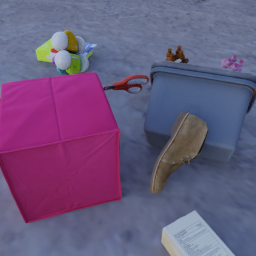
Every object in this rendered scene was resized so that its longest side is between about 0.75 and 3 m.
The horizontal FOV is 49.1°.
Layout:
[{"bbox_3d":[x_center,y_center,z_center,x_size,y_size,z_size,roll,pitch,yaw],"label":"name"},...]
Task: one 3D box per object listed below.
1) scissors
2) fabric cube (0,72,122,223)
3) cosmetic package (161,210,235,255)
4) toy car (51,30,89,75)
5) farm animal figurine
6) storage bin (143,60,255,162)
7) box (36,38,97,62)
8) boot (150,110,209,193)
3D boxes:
[{"bbox_3d":[-0.520,-1.402,9.122,2.508,0.917,0.175,-4,62,-22],"label":"scissors"},{"bbox_3d":[-1.506,0.349,6.494,2.328,2.284,2.321,-10,41,-13],"label":"fabric cube"},{"bbox_3d":[1.439,2.482,5.260,0.868,0.586,1.649,-19,44,-22],"label":"cosmetic package"},{"bbox_3d":[-2.451,-2.863,10.981,1.281,1.708,1.495,-11,-1,32],"label":"toy car"},{"bbox_3d":[2.404,-1.578,9.721,2.676,1.346,2.161,18,62,16],"label":"farm animal figurine"},{"bbox_3d":[1.822,-0.308,7.763,2.940,2.140,1.975,14,70,16],"label":"storage bin"},{"bbox_3d":[-2.628,-3.326,12.227,2.292,0.546,1.397,12,41,13],"label":"box"},{"bbox_3d":[1.163,0.681,6.487,0.785,2.081,0.766,27,6,18],"label":"boot"}]
